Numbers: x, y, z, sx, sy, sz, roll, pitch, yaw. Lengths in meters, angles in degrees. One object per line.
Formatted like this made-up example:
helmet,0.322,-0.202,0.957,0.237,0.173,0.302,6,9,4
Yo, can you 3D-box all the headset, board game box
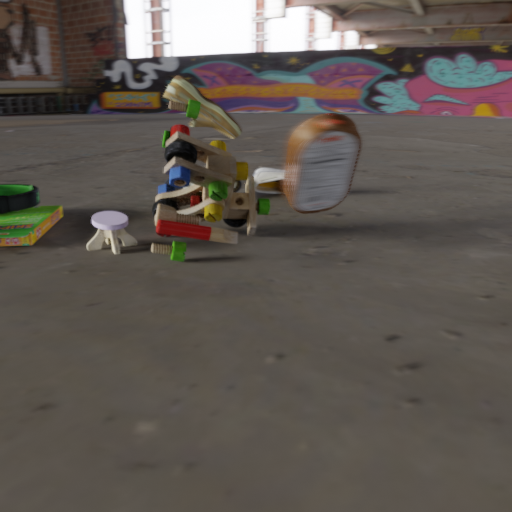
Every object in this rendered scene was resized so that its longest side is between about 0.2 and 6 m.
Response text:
headset,-6.193,-1.364,11.955,2.903,1.364,1.793,-12,21,-30
board game box,-4.825,-0.611,11.335,1.169,0.367,2.448,-2,16,-3

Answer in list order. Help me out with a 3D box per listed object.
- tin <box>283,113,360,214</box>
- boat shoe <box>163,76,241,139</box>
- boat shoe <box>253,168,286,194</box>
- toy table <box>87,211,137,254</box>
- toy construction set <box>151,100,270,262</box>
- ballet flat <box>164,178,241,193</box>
tin,0.817,-1.092,6.971,0.850,1.519,0.318,-13,55,-12
boat shoe,-1.147,-2.937,11.704,1.760,0.670,0.631,36,-11,-13
boat shoe,0.955,-1.920,15.000,2.112,0.749,0.737,4,45,2
toy table,-2.682,-0.433,10.378,0.915,0.583,0.996,-4,19,-12
toy construction set,-0.682,-1.034,10.361,2.286,2.481,2.975,8,37,-13
ballet flat,-1.309,-1.812,14.466,2.124,0.776,0.776,-7,19,-28
